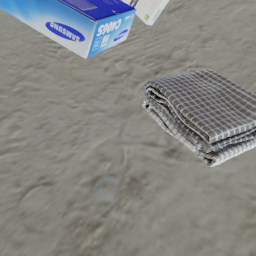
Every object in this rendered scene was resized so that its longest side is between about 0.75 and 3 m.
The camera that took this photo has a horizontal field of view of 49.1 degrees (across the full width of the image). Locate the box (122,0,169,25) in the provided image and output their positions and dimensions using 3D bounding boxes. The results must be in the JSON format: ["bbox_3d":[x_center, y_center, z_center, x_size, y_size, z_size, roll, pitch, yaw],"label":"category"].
[{"bbox_3d":[0.325,-3.760,7.125,1.867,1.347,0.339,49,33,14],"label":"box"}]

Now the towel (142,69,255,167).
[{"bbox_3d":[0.966,-0.232,3.472,1.105,0.571,1.335,-16,43,-29],"label":"towel"}]

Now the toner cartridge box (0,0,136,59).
[{"bbox_3d":[-1.247,-1.958,4.032,2.518,0.544,1.196,32,39,9],"label":"toner cartridge box"}]
